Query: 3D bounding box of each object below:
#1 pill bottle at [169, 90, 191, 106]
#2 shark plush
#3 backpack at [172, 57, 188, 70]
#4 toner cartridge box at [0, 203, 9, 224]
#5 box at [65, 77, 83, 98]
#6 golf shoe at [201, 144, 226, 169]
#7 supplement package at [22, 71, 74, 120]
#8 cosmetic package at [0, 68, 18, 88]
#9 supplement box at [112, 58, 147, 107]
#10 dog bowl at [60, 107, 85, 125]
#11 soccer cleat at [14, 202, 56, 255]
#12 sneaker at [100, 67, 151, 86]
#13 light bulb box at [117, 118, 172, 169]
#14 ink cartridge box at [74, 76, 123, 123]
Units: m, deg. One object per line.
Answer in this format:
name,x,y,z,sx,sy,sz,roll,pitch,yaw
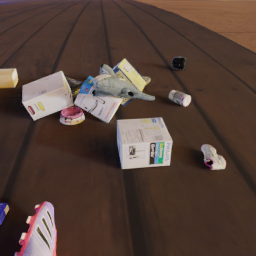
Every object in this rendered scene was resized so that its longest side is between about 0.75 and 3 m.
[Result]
pill bottle,2.258,-1.327,12.281,0.505,0.505,0.887,-24,39,-33
shark plush,-0.182,-1.239,9.999,2.515,1.143,1.048,28,5,-32
backpack,2.929,-3.656,15.856,0.834,0.740,0.628,13,11,28
toner cartridge box,-3.598,2.109,6.992,1.059,0.229,0.503,2,31,3
box,-3.286,-1.904,13.192,2.054,0.524,1.620,20,38,28
golf shoe,2.566,0.897,8.795,0.517,0.425,1.129,-13,33,-15
supplement package,-3.226,-1.322,11.301,1.723,0.955,1.342,-22,42,-1
cosmetic package,-6.588,-2.451,13.926,1.937,0.688,1.019,-5,32,-8
supplement box,-0.129,-1.876,11.373,0.936,1.394,1.393,-37,14,29
dog bowl,-2.213,-0.504,11.091,0.993,0.366,0.993,0,32,0
soccer cleat,-1.812,2.650,5.710,1.008,0.880,2.637,21,27,-11
sneaker,-0.210,-2.539,13.589,2.676,1.186,1.029,-1,32,-1
light bulb box,0.472,0.442,8.988,1.529,0.954,1.515,-3,31,-6
ink cartridge box,-1.114,-1.084,10.789,1.543,1.126,0.650,30,35,-2
